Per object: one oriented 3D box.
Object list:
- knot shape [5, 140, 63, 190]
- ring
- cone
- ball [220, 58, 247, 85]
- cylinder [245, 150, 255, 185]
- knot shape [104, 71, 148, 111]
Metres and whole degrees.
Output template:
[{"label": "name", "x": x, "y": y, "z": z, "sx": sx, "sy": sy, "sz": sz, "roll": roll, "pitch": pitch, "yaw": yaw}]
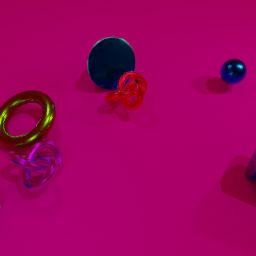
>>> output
[{"label": "knot shape", "x": -2.021, "y": 0.765, "z": 6.482, "sx": 1.313, "sy": 0.607, "sz": 1.228, "roll": 32, "pitch": 35, "yaw": 21}, {"label": "ring", "x": -2.716, "y": -0.245, "z": 7.339, "sx": 1.753, "sy": 0.351, "sz": 1.753, "roll": -7, "pitch": 60, "yaw": 12}, {"label": "cone", "x": -0.771, "y": -2.125, "z": 8.804, "sx": 1.524, "sy": 1.524, "sz": 1.530, "roll": -23, "pitch": 29, "yaw": -17}, {"label": "ball", "x": 3.083, "y": -1.650, "z": 8.204, "sx": 0.753, "sy": 0.753, "sz": 0.753, "roll": 0, "pitch": 52, "yaw": 0}, {"label": "cylinder", "x": 3.408, "y": 0.890, "z": 6.086, "sx": 1.198, "sy": 1.198, "sz": 1.198, "roll": 28, "pitch": 57, "yaw": 12}, {"label": "knot shape", "x": -0.072, "y": -0.983, "z": 7.759, "sx": 1.240, "sy": 0.612, "sz": 1.325, "roll": -21, "pitch": 39, "yaw": 14}]
